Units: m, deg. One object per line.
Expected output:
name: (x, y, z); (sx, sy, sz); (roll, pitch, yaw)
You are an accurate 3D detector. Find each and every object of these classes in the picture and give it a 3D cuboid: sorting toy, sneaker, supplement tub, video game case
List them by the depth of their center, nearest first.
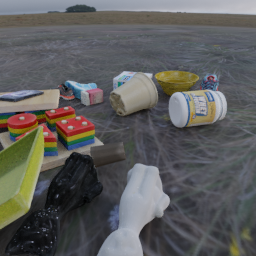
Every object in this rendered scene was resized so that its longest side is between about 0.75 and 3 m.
sorting toy: (-2.838, 0.192, 10.006); (2.933, 1.027, 2.951); (-16, 30, -30)
supplement tub: (2.862, -0.827, 11.608); (2.006, 1.451, 1.451); (-7, 27, -14)
video game case: (-4.522, -1.375, 11.761); (1.145, 0.152, 1.602); (7, 21, 25)
sorting toy: (-4.353, -0.840, 11.943); (2.803, 0.981, 2.820); (-5, 19, -10)
sneaker: (3.972, -1.999, 14.078); (1.150, 1.385, 2.900); (7, 27, 14)
sneaker: (-3.491, -2.062, 14.945); (1.813, 0.742, 0.699); (20, 33, 35)
sneaker: (-2.413, -2.123, 15.097); (1.265, 0.771, 1.938); (-25, 45, -38)

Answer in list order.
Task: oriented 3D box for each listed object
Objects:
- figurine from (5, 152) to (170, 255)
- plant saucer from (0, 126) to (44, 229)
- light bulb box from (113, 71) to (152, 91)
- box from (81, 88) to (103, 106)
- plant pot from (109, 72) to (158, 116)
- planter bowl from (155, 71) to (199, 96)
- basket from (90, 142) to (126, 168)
figurine: (-0.696, 1.958, 6.254); (2.928, 1.261, 2.857); (8, 29, 14)
plant saucer: (-3.148, 1.534, 6.530); (2.930, 0.701, 2.925); (-33, 26, 8)
light bulb box: (0.275, -2.282, 15.036); (1.694, 1.057, 1.679); (9, 27, 17)
box: (-1.797, -1.565, 14.052); (0.993, 0.635, 0.541); (-19, 32, -33)
plant pot: (0.153, -1.396, 12.762); (1.657, 1.811, 1.811); (-30, 38, -28)
planter bowl: (2.620, -2.339, 15.253); (2.351, 0.979, 2.351); (-1, 26, 0)
basket: (-0.587, 0.796, 8.579); (0.991, 0.674, 0.894); (-12, -5, 0)
